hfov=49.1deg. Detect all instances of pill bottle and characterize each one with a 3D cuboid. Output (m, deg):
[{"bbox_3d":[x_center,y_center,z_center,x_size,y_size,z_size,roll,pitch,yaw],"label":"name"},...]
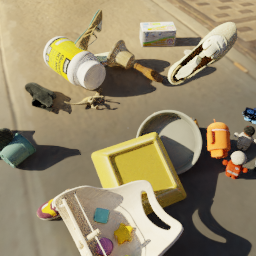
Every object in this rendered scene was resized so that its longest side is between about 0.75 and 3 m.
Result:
[{"bbox_3d":[-2.458,-2.985,13.005,1.666,1.666,2.963,-34,54,-29],"label":"pill bottle"}]

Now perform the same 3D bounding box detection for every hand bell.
[{"bbox_3d":[0.506,-2.971,13.598,2.785,1.450,1.450,34,53,13],"label":"hand bell"}]

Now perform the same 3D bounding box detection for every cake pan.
[{"bbox_3d":[1.393,0.499,9.617,2.212,0.406,2.212,0,89,10],"label":"cake pan"}]

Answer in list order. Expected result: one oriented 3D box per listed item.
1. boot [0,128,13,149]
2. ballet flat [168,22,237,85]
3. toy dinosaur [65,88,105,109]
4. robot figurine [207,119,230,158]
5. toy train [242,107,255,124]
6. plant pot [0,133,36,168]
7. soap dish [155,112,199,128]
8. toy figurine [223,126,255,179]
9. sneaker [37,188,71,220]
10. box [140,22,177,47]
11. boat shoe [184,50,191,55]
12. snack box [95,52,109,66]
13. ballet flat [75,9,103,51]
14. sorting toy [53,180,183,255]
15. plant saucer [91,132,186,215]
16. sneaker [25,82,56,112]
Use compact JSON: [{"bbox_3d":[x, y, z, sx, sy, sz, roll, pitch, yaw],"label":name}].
[{"bbox_3d":[-5.065,0.120,10.109,2.308,0.782,1.508,-22,45,17],"label":"boot"},{"bbox_3d":[2.507,-2.351,9.382,0.935,2.773,0.865,45,28,-8],"label":"ballet flat"},{"bbox_3d":[-1.687,-1.151,12.137,1.924,0.560,0.973,-30,36,-35],"label":"toy dinosaur"},{"bbox_3d":[2.278,0.273,7.042,0.680,0.551,0.945,2,75,-2],"label":"robot figurine"},{"bbox_3d":[5.297,-0.484,11.391,1.203,0.521,0.687,25,41,25],"label":"toy train"},{"bbox_3d":[-3.913,0.833,9.846,0.946,0.946,0.926,26,59,23],"label":"plant pot"},{"bbox_3d":[1.668,0.189,10.493,1.955,0.794,1.538,9,46,10],"label":"soap dish"},{"bbox_3d":[3.925,0.743,9.680,1.662,1.175,1.689,-9,46,-9],"label":"toy figurine"},{"bbox_3d":[-1.965,2.214,8.516,1.689,0.761,0.633,-17,48,-16],"label":"sneaker"},{"bbox_3d":[1.672,-5.263,15.748,1.904,0.965,1.071,-4,45,-4],"label":"box"},{"bbox_3d":[3.504,-3.829,14.855,1.133,0.323,0.379,26,85,28],"label":"boat shoe"},{"bbox_3d":[-1.535,-3.483,14.412,1.571,0.291,0.913,-15,41,-14],"label":"snack box"},{"bbox_3d":[-1.497,-4.113,11.925,0.641,0.698,2.033,34,77,-13],"label":"ballet flat"},{"bbox_3d":[-0.082,2.635,7.335,2.616,1.552,2.906,-27,51,-15],"label":"sorting toy"},{"bbox_3d":[0.384,1.426,8.793,2.445,0.592,2.444,-18,71,-16],"label":"plant saucer"},{"bbox_3d":[-3.924,-1.351,12.158,1.939,0.582,1.011,21,44,15],"label":"sneaker"}]
